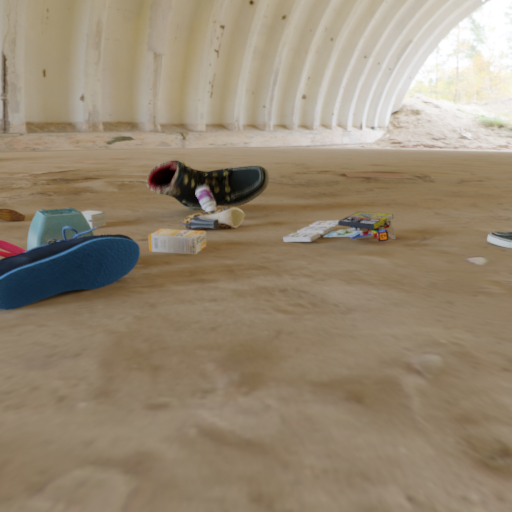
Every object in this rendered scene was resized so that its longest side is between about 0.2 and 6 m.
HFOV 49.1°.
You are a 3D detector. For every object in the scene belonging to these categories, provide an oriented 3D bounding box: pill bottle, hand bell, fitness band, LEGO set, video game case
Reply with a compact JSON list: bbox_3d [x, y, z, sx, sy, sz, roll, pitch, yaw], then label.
[{"bbox_3d":[-1.215,-1.352,13.843,0.365,0.650,0.365,-24,-14,-6],"label":"pill bottle"},{"bbox_3d":[-6.684,-1.110,13.843,1.854,0.965,0.965,11,12,-8],"label":"hand bell"},{"bbox_3d":[-4.470,-0.105,9.770,0.678,0.177,0.945,-6,-19,22],"label":"fitness band"},{"bbox_3d":[1.887,-0.411,11.707,2.152,0.528,1.608,0,16,35],"label":"LEGO set"},{"bbox_3d":[2.297,-0.751,11.753,0.873,0.111,0.789,10,25,43],"label":"video game case"}]

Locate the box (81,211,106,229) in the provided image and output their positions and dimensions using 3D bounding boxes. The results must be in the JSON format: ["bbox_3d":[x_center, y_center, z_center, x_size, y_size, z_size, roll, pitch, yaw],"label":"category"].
[{"bbox_3d":[-3.923,-0.862,13.273,0.516,0.339,0.519,7,15,25],"label":"box"}]

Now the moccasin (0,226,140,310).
[{"bbox_3d":[-2.869,0.029,8.213,0.825,0.974,2.420,27,26,36],"label":"moccasin"}]

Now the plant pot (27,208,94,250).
[{"bbox_3d":[-3.206,-0.232,9.229,1.033,1.052,1.030,-8,17,-29],"label":"plant pot"}]

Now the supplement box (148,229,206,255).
[{"bbox_3d":[-1.523,-0.287,10.888,0.967,0.355,0.609,3,15,12],"label":"supplement box"}]

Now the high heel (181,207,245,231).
[{"bbox_3d":[-0.989,-0.884,13.086,1.040,0.521,1.459,5,15,33],"label":"high heel"}]

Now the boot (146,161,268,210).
[{"bbox_3d":[-1.239,-1.898,14.403,2.695,0.973,2.036,-11,-13,25],"label":"boot"}]

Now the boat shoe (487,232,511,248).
[{"bbox_3d":[5.385,-0.391,11.051,1.514,0.482,0.535,8,16,30],"label":"boat shoe"}]
